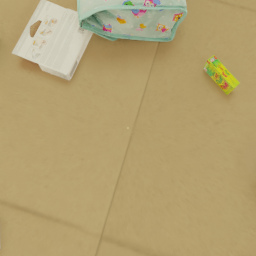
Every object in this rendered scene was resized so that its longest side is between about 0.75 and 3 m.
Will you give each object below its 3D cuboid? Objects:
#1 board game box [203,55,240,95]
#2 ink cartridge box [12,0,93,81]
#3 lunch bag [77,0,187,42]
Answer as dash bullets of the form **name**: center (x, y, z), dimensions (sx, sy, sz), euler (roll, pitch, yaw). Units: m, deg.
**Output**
- **board game box**: center (2.677, -1.523, 8.090), dimensions (0.258, 0.551, 1.085), euler (-37, 80, -8)
- **ink cartridge box**: center (-2.165, -2.662, 8.400), dimensions (1.782, 0.452, 2.023), euler (22, 77, 4)
- **lunch bag**: center (-0.018, -3.951, 8.026), dimensions (2.982, 1.818, 2.540), euler (-2, 78, -6)
